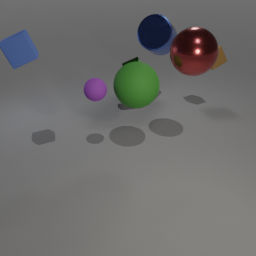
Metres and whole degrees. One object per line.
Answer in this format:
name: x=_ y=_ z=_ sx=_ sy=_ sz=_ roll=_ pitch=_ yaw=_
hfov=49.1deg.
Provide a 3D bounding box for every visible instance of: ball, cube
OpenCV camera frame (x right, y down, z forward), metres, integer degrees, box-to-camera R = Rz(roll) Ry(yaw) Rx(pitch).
ball: x=1.934 y=-2.237 z=8.241 sx=1.400 sy=1.400 sz=1.400 roll=0 pitch=29 yaw=0
ball: x=0.255 y=-1.297 z=8.509 sx=1.400 sy=1.400 sz=1.400 roll=0 pitch=29 yaw=0
ball: x=-0.978 y=-1.149 z=8.395 sx=0.700 sy=0.700 sz=0.700 roll=0 pitch=29 yaw=0
cube: x=3.558 y=-2.936 z=11.689 sx=0.700 sy=0.700 sz=0.700 roll=-32 pitch=21 yaw=-1
cube: x=-2.816 y=-2.056 z=7.280 sx=0.700 sy=0.700 sz=0.700 roll=-26 pitch=29 yaw=-3

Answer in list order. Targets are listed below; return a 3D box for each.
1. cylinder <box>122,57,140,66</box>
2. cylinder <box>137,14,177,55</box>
cylinder: x=0.202 y=-2.399 z=11.230 sx=0.700 sy=0.700 sz=0.700 roll=-22 pitch=29 yaw=6
cylinder: x=1.242 y=-3.813 z=11.590 sx=1.400 sy=1.400 sz=1.400 roll=11 pitch=9 yaw=18
